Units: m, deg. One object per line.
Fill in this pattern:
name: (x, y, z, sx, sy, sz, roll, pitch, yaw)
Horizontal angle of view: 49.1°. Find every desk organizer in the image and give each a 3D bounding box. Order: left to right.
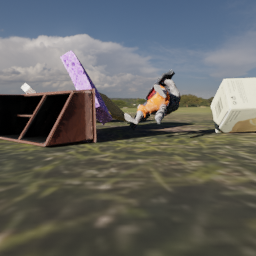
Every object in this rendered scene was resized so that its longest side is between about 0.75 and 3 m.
desk organizer: (-1.812, -0.230, 5.282, 2.575, 0.924, 0.991, 3, 7, 42)

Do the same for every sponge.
sponge: (-1.015, -0.925, 7.492, 0.388, 1.452, 2.602, -28, -7, 0)

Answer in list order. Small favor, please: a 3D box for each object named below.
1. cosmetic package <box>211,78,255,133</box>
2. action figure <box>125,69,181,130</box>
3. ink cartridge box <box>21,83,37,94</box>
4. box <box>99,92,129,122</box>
cosmetic package: (3.200, -0.513, 6.381, 2.278, 0.810, 1.198, -3, -27, 1)
action figure: (0.550, -0.346, 5.513, 0.788, 1.507, 1.458, 41, 28, 17)
ink cartridge box: (-4.076, -1.280, 12.885, 1.362, 0.346, 1.546, 36, -8, 46)
box: (-0.874, -0.944, 11.388, 1.692, 0.220, 2.070, 44, 12, 18)
